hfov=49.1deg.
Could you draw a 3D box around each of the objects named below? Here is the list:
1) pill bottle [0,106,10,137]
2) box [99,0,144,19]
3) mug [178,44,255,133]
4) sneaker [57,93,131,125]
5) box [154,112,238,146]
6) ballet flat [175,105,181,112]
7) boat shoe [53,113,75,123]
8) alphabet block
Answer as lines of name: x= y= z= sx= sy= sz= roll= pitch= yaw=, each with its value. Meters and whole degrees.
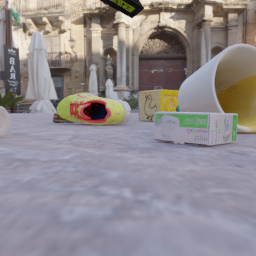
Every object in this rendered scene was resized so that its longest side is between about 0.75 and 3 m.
pill bottle: x=-2.893 y=-0.133 z=5.371 sx=1.068 sy=0.599 sz=0.599 roll=2 pitch=4 yaw=15
box: x=-0.444 y=-2.406 z=4.144 sx=0.330 sy=1.388 sz=1.341 roll=-33 pitch=-9 yaw=28
mug: x=2.406 y=-0.597 z=7.043 sx=1.956 sy=2.443 sz=2.005 roll=-37 pitch=8 yaw=-21
sneaker: x=-1.451 y=-0.672 z=9.808 sx=2.950 sy=1.153 sz=1.332 roll=2 pitch=7 yaw=27
box: x=1.054 y=-0.006 z=4.427 sx=0.884 sy=0.485 sz=1.002 roll=-1 pitch=4 yaw=-44
ballet flat: x=3.106 y=-0.536 z=11.650 sx=2.294 sy=0.793 sz=0.816 roll=5 pitch=-14 yaw=6
boat shoe: x=-2.472 y=-0.442 z=11.462 sx=1.198 sy=0.442 sz=0.453 roll=-2 pitch=4 yaw=-33
alphabet block: x=1.465 y=-1.001 z=12.800 sx=1.433 sy=1.425 sz=1.459 roll=-5 pitch=5 yaw=-39
